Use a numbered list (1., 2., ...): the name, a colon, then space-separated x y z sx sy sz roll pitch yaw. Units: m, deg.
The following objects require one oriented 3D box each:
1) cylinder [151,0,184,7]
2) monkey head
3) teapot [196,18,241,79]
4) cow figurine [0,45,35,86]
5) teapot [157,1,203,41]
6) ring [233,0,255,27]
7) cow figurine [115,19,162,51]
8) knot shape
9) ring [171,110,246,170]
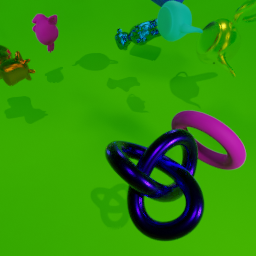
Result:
1. cylinder: 1.314 -4.452 9.038 1.105 1.105 1.105 30 47 -9
2. monkey head: -2.327 -2.958 8.345 0.797 1.323 0.952 43 57 13
3. teapot: 2.598 -2.295 7.844 1.008 1.280 2.059 15 58 -25
4. cow figurine: -3.003 -1.582 6.851 1.449 0.808 1.472 -12 44 -1
5. teapot: 1.012 -2.173 5.732 0.612 0.778 1.251 -13 42 -22
6. ring: 3.466 -3.145 7.395 1.381 1.381 0.276 -14 79 -13
7. cow figurine: 0.250 -2.638 7.932 1.225 0.673 1.206 -29 23 -16
8. knot shape: 0.339 0.577 2.881 1.172 0.542 1.097 2 62 -24
9. ring: 1.502 0.251 5.386 1.548 1.548 0.310 31 71 27
